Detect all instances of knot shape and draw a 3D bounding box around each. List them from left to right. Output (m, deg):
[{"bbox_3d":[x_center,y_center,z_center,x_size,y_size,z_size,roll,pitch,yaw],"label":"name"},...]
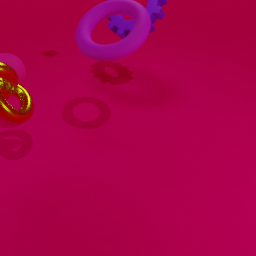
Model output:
[{"bbox_3d":[-2.793,-0.894,5.582,1.915,1.792,0.885,32,77,-4],"label":"knot shape"}]

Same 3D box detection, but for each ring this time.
[{"bbox_3d":[-0.348,-2.188,6.194,1.714,0.343,1.714,-7,62,13],"label":"ring"}]

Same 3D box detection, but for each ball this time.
[{"bbox_3d":[-2.937,-1.385,6.800,0.842,0.842,0.842,0,38,0],"label":"ball"}]

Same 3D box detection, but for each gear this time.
[{"bbox_3d":[0.222,-3.751,8.735,1.984,1.984,0.367,26,2,30],"label":"gear"}]
